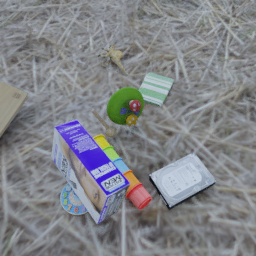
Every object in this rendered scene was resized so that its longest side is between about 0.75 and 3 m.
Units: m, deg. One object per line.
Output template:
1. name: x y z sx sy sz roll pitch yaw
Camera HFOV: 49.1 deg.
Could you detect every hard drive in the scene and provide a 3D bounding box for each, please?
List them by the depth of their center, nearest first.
1. hard drive: 1.763 1.687 9.125 1.806 0.342 1.261 -23 58 -17

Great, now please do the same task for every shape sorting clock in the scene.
1. shape sorting clock: -1.555 2.152 8.852 1.163 0.228 1.163 0 54 0

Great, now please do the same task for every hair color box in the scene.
1. hair color box: -1.190 1.195 8.049 0.861 1.452 2.656 -23 56 -37

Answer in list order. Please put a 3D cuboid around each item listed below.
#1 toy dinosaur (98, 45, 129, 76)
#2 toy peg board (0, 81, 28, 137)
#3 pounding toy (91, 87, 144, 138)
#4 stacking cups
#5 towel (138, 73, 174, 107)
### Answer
1. toy dinosaur: -0.695 -3.138 12.444 1.068 0.615 2.113 -15 56 -12
2. toy peg board: -5.565 -0.491 10.335 2.686 1.319 2.697 23 57 -3
3. pounding toy: -0.093 -0.486 9.705 1.875 1.447 0.870 -36 39 -8
4. stacking cups: -0.331 1.456 9.116 0.830 0.830 2.745 -31 65 -21
5. towel: 1.099 -1.622 11.617 1.212 0.186 1.589 19 55 13
